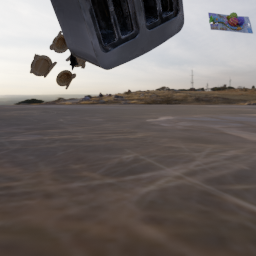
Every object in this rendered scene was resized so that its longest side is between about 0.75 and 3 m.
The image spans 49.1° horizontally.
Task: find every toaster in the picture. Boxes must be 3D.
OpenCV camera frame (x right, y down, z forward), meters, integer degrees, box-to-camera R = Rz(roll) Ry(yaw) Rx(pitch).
[{"bbox_3d":[-0.253,-2.332,5.047,2.110,2.333,1.384,-31,41,-19],"label":"toaster"}]

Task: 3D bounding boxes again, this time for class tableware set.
[{"bbox_3d":[-2.658,-2.656,11.282,0.279,2.008,2.403,43,11,33],"label":"tableware set"}]

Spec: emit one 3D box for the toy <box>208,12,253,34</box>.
[{"bbox_3d":[2.234,-2.328,6.042,0.940,0.541,0.222,2,-28,-1],"label":"toy"}]
